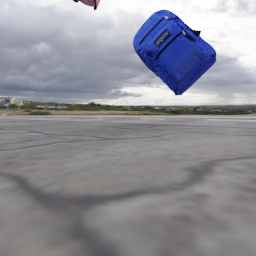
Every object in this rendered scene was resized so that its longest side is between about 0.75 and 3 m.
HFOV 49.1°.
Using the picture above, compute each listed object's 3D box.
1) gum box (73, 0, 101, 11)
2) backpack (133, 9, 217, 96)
[{"bbox_3d":[-0.820,-3.658,6.141,0.704,1.208,2.128,21,-3,-2],"label":"gum box"},{"bbox_3d":[1.690,-3.110,10.795,2.362,2.907,2.439,-43,-14,9],"label":"backpack"}]
